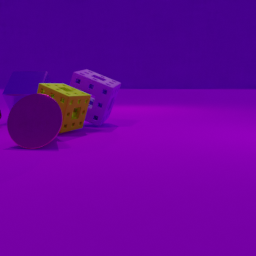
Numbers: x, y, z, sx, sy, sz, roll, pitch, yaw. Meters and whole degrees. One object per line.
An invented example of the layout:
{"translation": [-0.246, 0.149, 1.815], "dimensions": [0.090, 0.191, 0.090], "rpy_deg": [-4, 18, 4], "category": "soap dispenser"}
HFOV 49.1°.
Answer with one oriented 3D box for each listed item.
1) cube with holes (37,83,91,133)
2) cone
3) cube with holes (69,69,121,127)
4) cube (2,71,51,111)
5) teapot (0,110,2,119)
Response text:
{"translation": [-1.724, -0.551, 7.301], "dimensions": [0.959, 0.959, 0.959], "rpy_deg": [24, 17, 21], "category": "cube with holes"}
{"translation": [-1.817, -0.013, 6.179], "dimensions": [1.157, 1.157, 1.162], "rpy_deg": [1, -14, 7], "category": "cone"}
{"translation": [-1.094, -0.976, 8.689], "dimensions": [1.232, 1.232, 1.232], "rpy_deg": [22, 18, 3], "category": "cube with holes"}
{"translation": [-3.442, -1.132, 9.888], "dimensions": [1.253, 1.253, 1.253], "rpy_deg": [0, 48, 1], "category": "cube"}
{"translation": [-4.186, -0.407, 8.029], "dimensions": [1.005, 0.791, 1.616], "rpy_deg": [33, -7, 6], "category": "teapot"}
